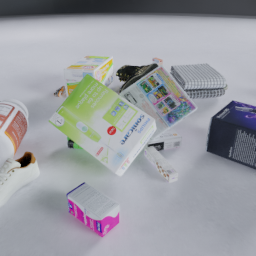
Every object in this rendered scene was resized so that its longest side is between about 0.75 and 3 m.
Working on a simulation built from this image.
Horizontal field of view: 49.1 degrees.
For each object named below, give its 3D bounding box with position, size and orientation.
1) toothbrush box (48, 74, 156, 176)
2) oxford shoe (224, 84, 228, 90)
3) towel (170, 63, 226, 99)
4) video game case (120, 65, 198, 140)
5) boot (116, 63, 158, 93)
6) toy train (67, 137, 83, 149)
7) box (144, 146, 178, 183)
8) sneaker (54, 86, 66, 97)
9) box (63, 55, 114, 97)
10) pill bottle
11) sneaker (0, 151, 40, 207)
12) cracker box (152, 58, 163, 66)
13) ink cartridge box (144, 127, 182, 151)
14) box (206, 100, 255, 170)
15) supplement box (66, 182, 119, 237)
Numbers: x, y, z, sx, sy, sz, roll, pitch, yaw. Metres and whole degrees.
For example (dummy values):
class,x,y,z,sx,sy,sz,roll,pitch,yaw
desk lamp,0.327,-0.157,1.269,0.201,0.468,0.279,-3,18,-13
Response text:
class,x,y,z,sx,sy,sz,roll,pitch,yaw
toothbrush box,-0.667,-0.079,7.801,2.384,1.026,1.736,36,83,14
oxford shoe,4.553,-2.073,14.024,1.007,0.379,0.291,17,-9,43
towel,3.223,-2.222,13.497,2.098,1.084,2.534,-6,30,-7
video game case,0.963,-0.865,9.070,1.749,0.228,1.921,-35,74,-4
boot,0.069,-2.320,13.735,2.010,0.961,2.662,13,46,43
toy train,-0.955,0.491,9.038,2.222,0.464,0.626,3,41,10
box,0.937,1.034,8.172,0.315,0.294,1.518,-12,30,-21
sneaker,-3.235,-1.756,13.340,0.359,0.364,0.930,0,29,10
box,-1.810,-2.542,13.670,1.544,1.391,2.745,7,29,14
pill bottle,-3.993,0.060,8.806,1.438,1.438,2.564,-2,28,-3
sneaker,-3.200,1.292,7.067,0.780,0.907,2.142,15,33,23
cracker box,1.643,-3.409,15.750,0.281,0.976,0.653,-15,31,-25
ink cartridge box,0.827,-0.039,10.017,1.207,0.473,2.548,-9,32,-14
box,3.915,0.242,8.626,2.415,1.260,1.787,21,35,32
supplement box,-0.796,1.828,6.383,1.158,0.586,0.598,21,35,34
